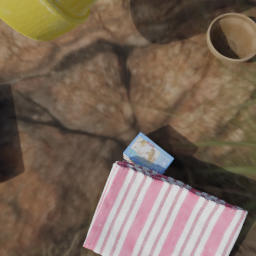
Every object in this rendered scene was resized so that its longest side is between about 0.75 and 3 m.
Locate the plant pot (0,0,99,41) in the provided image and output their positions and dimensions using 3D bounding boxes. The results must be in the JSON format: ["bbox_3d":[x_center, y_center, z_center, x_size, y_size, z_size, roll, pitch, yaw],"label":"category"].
[{"bbox_3d":[-1.007,-3.188,4.571,2.522,2.680,2.680,-20,75,21],"label":"plant pot"}]

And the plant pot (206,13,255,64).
[{"bbox_3d":[2.657,-2.205,7.241,1.347,0.622,1.347,0,75,0],"label":"plant pot"}]

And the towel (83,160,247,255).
[{"bbox_3d":[0.729,2.159,5.916,2.953,0.442,2.161,22,98,5],"label":"towel"}]

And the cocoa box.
[{"bbox_3d":[0.459,0.690,6.503,0.990,0.650,0.660,38,79,9],"label":"cocoa box"}]
